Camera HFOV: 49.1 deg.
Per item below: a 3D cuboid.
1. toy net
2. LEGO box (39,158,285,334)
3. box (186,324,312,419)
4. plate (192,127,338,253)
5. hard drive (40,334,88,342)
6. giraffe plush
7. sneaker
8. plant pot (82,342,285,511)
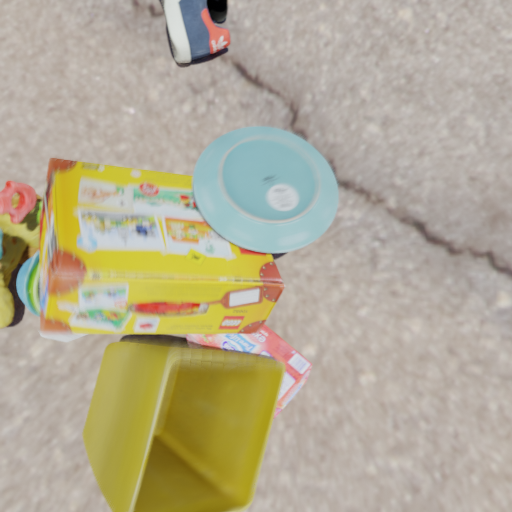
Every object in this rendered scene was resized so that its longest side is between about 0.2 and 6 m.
[{"bbox_3d":[-3.643,-0.164,7.357,0.700,3.624,1.901,10,88,24],"label":"toy net"},{"bbox_3d":[-1.428,-0.101,8.038,3.057,1.179,2.276,4,44,-25],"label":"LEGO box"},{"bbox_3d":[-0.141,1.566,8.716,1.827,0.865,0.937,37,65,18],"label":"box"},{"bbox_3d":[0.172,-1.044,7.983,2.133,0.273,2.133,5,63,-9],"label":"plate"},{"bbox_3d":[-2.567,1.028,8.099,0.881,0.581,0.118,-20,67,16],"label":"hard drive"},{"bbox_3d":[-4.126,-0.230,9.220,2.000,2.318,1.880,35,42,11],"label":"giraffe plush"},{"bbox_3d":[-1.347,-5.589,11.824,1.383,1.226,3.272,-13,76,-5],"label":"sneaker"},{"bbox_3d":[-1.131,2.091,7.398,1.797,2.037,2.037,13,88,43],"label":"plant pot"}]
